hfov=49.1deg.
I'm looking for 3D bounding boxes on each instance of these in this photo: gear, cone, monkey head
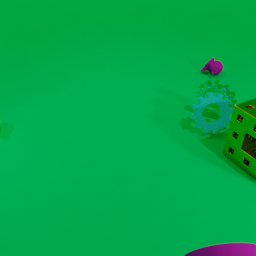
[{"bbox_3d":[2.532,-0.841,8.057,1.153,1.153,0.213,25,57,31],"label":"gear"},{"bbox_3d":[2.258,-0.394,7.556,1.088,1.088,0.201,-1,11,-1],"label":"gear"},{"bbox_3d":[1.432,2.346,3.861,1.149,1.149,1.154,-2,52,-3],"label":"cone"},{"bbox_3d":[3.253,-2.281,10.778,0.637,0.760,1.057,49,34,2],"label":"monkey head"}]

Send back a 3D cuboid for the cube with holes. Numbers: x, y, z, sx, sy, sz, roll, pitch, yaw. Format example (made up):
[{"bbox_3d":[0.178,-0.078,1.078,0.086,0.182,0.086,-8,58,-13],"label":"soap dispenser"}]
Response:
[{"bbox_3d":[3.301,0.212,6.402,1.389,1.389,1.389,-17,38,-24],"label":"cube with holes"}]
